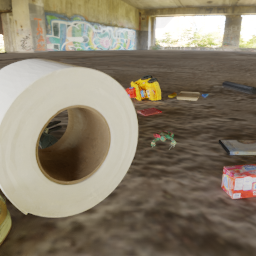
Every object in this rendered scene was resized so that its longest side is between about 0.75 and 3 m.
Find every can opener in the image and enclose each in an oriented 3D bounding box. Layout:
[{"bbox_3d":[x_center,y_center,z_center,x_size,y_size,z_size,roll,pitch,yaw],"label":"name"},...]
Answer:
[{"bbox_3d":[-2.356,-0.002,8.314,0.493,0.398,1.255,7,21,21],"label":"can opener"}]

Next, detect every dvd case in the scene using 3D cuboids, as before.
[{"bbox_3d":[3.080,0.493,7.330,1.180,0.104,0.842,0,19,0],"label":"dvd case"}]

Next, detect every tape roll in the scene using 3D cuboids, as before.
[{"bbox_3d":[-1.266,0.068,4.954,2.456,2.456,1.686,-13,24,-33],"label":"tape roll"}]

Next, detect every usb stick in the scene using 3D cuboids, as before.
[{"bbox_3d":[5.764,-2.109,14.484,0.600,0.353,2.163,-8,20,-20],"label":"usb stick"}]

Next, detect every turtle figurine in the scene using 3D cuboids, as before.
[{"bbox_3d":[0.969,0.283,7.500,0.657,0.442,0.878,5,14,13],"label":"turtle figurine"}]

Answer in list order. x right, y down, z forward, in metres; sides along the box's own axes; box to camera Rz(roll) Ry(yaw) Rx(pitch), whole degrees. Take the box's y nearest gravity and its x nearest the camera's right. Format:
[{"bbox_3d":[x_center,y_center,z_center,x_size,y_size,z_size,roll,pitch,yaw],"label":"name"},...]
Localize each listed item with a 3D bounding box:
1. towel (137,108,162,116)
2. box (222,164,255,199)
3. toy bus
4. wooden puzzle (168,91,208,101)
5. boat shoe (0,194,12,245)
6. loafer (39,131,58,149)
[{"bbox_3d":[0.815,-0.603,10.535,0.780,0.088,0.564,-14,25,-30],"label":"towel"},{"bbox_3d":[2.325,0.992,5.316,0.948,0.472,0.452,-4,19,-8],"label":"box"},{"bbox_3d":[0.627,-1.650,12.422,1.397,0.987,1.455,-19,26,-12],"label":"toy bus"},{"bbox_3d":[2.774,-1.454,12.890,1.632,0.191,1.101,9,25,25],"label":"wooden puzzle"},{"bbox_3d":[-2.216,1.454,3.185,0.925,0.982,2.580,0,19,-1],"label":"boat shoe"},{"bbox_3d":[-2.012,0.396,7.054,1.267,0.399,0.455,33,74,30],"label":"loafer"}]
